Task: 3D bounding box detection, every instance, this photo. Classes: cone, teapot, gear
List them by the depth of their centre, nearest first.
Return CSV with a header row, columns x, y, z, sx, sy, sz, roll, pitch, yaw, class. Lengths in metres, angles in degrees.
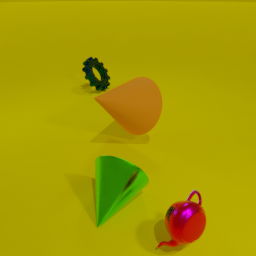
x,y,z,sx,sy,sz,roll,pitch,yaw,class
0.879,1.531,4.571,1.137,0.707,0.556,-57,33,-9,teapot
-0.348,1.374,5.484,1.208,1.208,1.213,11,56,21,cone
-0.249,-0.650,7.139,1.620,1.620,1.626,25,14,40,cone
-1.306,-2.267,11.744,0.266,1.440,1.440,-23,14,32,gear
